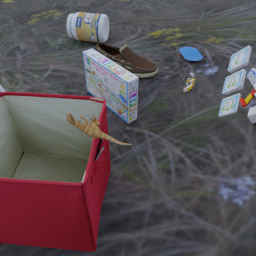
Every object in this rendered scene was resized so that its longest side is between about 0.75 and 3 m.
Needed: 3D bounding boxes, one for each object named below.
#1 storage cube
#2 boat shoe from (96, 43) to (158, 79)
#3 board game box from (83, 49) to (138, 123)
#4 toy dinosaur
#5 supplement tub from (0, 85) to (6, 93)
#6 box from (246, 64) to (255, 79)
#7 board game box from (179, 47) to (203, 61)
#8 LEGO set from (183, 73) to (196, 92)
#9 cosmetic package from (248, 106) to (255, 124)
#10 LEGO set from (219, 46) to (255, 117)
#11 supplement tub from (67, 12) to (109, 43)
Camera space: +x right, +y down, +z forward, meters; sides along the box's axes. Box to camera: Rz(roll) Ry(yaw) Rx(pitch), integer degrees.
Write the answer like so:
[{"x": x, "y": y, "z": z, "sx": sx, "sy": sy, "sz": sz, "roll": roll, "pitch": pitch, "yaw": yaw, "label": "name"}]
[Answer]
[{"x": -1.849, "y": 0.965, "z": 6.354, "sx": 2.879, "sy": 2.588, "sz": 2.461, "roll": 3, "pitch": 43, "yaw": 4, "label": "storage cube"}, {"x": -0.137, "y": -2.890, "z": 11.664, "sx": 2.883, "sy": 1.067, "sz": 1.065, "roll": 16, "pitch": 45, "yaw": 17, "label": "boat shoe"}, {"x": -0.630, "y": -1.483, "z": 9.688, "sx": 0.427, "sy": 1.676, "sz": 2.494, "roll": -29, "pitch": 51, "yaw": -28, "label": "board game box"}, {"x": -0.533, "y": 0.079, "z": 4.740, "sx": 1.133, "sy": 0.342, "sz": 0.602, "roll": 23, "pitch": 17, "yaw": -10, "label": "toy dinosaur"}, {"x": -4.904, "y": -0.293, "z": 8.281, "sx": 1.812, "sy": 1.812, "sz": 2.500, "roll": 9, "pitch": 44, "yaw": 10, "label": "supplement tub"}, {"x": 5.551, "y": -1.184, "z": 9.415, "sx": 2.577, "sy": 0.623, "sz": 2.041, "roll": 7, "pitch": 36, "yaw": -30, "label": "box"}, {"x": 2.851, "y": -3.301, "z": 12.764, "sx": 0.914, "sy": 0.225, "sz": 1.157, "roll": -6, "pitch": 48, "yaw": -14, "label": "board game box"}, {"x": 2.342, "y": -1.720, "z": 10.967, "sx": 0.327, "sy": 0.404, "sz": 0.878, "roll": 18, "pitch": 72, "yaw": 40, "label": "LEGO set"}, {"x": 4.490, "y": -0.536, "z": 9.268, "sx": 0.908, "sy": 0.368, "sz": 0.512, "roll": -23, "pitch": 23, "yaw": 46, "label": "cosmetic package"}, {"x": 2.808, "y": -1.312, "z": 6.457, "sx": 0.597, "sy": 2.431, "sz": 1.816, "roll": 19, "pitch": 81, "yaw": -12, "label": "LEGO set"}, {"x": -1.935, "y": -4.924, "z": 13.694, "sx": 1.819, "sy": 1.315, "sz": 1.315, "roll": 8, "pitch": 43, "yaw": 9, "label": "supplement tub"}]
